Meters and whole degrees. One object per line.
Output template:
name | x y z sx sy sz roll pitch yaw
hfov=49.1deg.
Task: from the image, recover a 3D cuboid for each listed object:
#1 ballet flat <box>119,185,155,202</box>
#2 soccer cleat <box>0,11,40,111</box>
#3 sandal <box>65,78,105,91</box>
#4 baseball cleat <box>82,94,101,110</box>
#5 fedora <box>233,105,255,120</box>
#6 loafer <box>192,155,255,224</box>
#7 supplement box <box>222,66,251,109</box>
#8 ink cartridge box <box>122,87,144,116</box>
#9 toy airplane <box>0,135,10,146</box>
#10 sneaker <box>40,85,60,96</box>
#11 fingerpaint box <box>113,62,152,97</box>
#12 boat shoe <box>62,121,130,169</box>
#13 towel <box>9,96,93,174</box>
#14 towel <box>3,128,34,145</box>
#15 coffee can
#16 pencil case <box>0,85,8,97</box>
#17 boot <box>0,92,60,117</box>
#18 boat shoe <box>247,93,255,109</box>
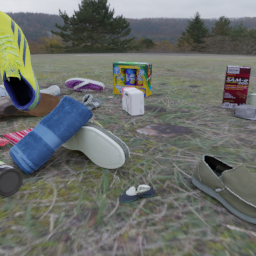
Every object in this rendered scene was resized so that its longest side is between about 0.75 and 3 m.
ballet flat | 0.197 1.388 6.091 0.818 0.299 0.299 -7 20 -19
soccer cleat | -3.299 -1.901 8.025 0.966 2.988 1.250 -16 17 -1
sandal | -2.654 -2.484 16.799 2.467 1.004 0.606 4 60 10
baseball cleat | -1.651 -1.240 12.956 0.527 0.805 1.512 19 28 14
fedora | 5.038 -0.709 11.912 0.924 0.472 1.045 -17 25 -40
loafer | 2.258 1.198 5.824 0.865 0.801 2.299 -14 23 -34
supplement box | 5.040 -1.891 13.081 1.050 1.929 0.587 5 21 15
ink cartridge box | 0.205 -1.200 12.481 0.593 1.019 1.399 -10 21 -18
toy airplane | -4.513 0.524 8.566 1.668 0.307 1.668 2 20 -1
sneaker | -4.513 -1.735 14.923 1.834 0.665 0.659 -17 50 -13
fingerpaint box | 0.222 -2.796 15.935 2.173 1.813 0.797 10 22 28
boat shoe | -0.932 0.323 7.997 0.879 1.051 2.940 -19 25 -40
towel | -2.100 0.123 7.609 2.351 0.571 1.313 -45 38 -15
towel | -2.800 0.185 9.634 2.388 0.268 1.727 -18 25 -41
coffee can | -2.918 1.103 6.348 0.875 0.640 0.640 14 24 36
pencil case | -5.845 -1.840 14.173 1.117 1.023 2.462 -41 10 15
boot | -4.814 -1.078 12.247 2.149 1.033 2.940 12 20 42
boat shoe | 6.394 -1.093 12.304 0.790 0.944 2.643 -11 17 -14
